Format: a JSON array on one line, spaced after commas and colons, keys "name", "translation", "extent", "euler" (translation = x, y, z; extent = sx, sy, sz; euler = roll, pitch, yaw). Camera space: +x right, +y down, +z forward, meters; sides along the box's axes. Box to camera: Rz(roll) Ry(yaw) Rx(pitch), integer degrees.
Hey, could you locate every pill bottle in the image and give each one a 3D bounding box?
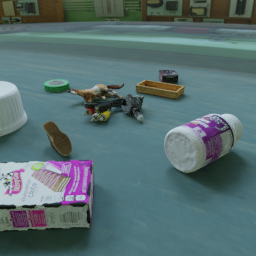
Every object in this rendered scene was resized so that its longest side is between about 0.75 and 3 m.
[{"name": "pill bottle", "translation": [2.413, 0.337, 8.618], "extent": [2.455, 1.378, 1.378], "euler": [-19, 32, -35]}]

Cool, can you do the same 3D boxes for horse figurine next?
[{"name": "horse figurine", "translation": [-1.372, -1.677, 13.487], "extent": [1.732, 0.652, 2.614], "euler": [26, 37, 34]}]

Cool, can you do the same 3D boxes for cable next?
[{"name": "cable", "translation": [-0.920, -0.852, 12.121], "extent": [1.276, 0.661, 2.628], "euler": [19, 22, 26]}]

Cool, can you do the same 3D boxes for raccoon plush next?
[{"name": "raccoon plush", "translation": [0.457, -0.798, 12.012], "extent": [1.107, 0.799, 1.652], "euler": [-3, 52, -38]}]

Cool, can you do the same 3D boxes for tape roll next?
[{"name": "tape roll", "translation": [-3.834, -2.293, 15.089], "extent": [1.310, 0.315, 1.310], "euler": [1, 26, 0]}]

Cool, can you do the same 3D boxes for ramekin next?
[{"name": "ramekin", "translation": [-5.533, -0.797, 10.821], "extent": [2.930, 1.428, 2.930], "euler": [0, 27, 0]}]

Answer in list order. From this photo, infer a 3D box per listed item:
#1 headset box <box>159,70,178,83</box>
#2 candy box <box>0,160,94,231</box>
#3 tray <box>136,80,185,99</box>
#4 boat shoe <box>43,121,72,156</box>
[{"name": "headset box", "translation": [2.359, -2.995, 16.304], "extent": [0.954, 0.481, 1.283], "euler": [-1, 26, -3]}, {"name": "candy box", "translation": [-2.140, 1.559, 6.791], "extent": [2.551, 0.778, 1.740], "euler": [-2, 27, -4]}, {"name": "tray", "translation": [1.637, -1.998, 14.401], "extent": [2.240, 0.415, 1.105], "euler": [14, 30, 28]}, {"name": "boat shoe", "translation": [-2.338, 0.436, 9.349], "extent": [0.552, 0.550, 1.529], "euler": [-29, 59, -29]}]
